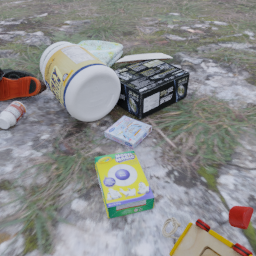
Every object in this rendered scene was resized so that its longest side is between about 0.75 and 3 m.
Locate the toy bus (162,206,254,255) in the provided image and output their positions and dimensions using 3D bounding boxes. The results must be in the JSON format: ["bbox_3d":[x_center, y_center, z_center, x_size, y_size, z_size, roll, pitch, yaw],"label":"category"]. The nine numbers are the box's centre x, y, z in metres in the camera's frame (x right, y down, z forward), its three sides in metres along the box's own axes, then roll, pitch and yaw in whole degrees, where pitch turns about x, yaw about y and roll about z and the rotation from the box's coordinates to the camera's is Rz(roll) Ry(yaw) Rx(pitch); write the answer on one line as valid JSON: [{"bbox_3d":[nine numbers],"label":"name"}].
[{"bbox_3d":[1.665,2.586,5.116,1.140,2.081,2.206,41,35,-18],"label":"toy bus"}]

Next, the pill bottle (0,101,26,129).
[{"bbox_3d":[-4.034,-0.435,9.681,0.584,0.584,1.042,8,37,11],"label":"pill bottle"}]

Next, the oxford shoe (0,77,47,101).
[{"bbox_3d":[-4.519,-1.534,11.153,2.630,0.936,0.954,3,4,13],"label":"oxford shoe"}]

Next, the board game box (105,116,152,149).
[{"bbox_3d":[0.017,0.112,9.228,1.137,0.234,1.140,22,42,27],"label":"board game box"}]

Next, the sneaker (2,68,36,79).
[{"bbox_3d":[-4.956,-2.184,11.888,2.232,0.848,1.013,4,31,2],"label":"sneaker"}]

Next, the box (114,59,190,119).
[{"bbox_3d":[0.744,-1.649,10.871,2.546,1.097,2.085,-27,44,-31],"label":"box"}]

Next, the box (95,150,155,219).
[{"bbox_3d":[-0.176,1.314,7.413,1.198,0.494,2.041,-9,36,-13],"label":"box"}]

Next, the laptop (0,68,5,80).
[{"bbox_3d":[-5.703,-1.656,10.032,2.284,1.323,2.138,28,72,33],"label":"laptop"}]

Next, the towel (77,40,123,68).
[{"bbox_3d":[-1.732,-3.673,13.985,2.360,0.664,2.757,11,38,16],"label":"towel"}]

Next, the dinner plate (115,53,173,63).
[{"bbox_3d":[0.703,-3.158,12.684,2.618,0.317,2.618,-6,11,1],"label":"dinner plate"}]

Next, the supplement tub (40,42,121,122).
[{"bbox_3d":[-1.808,-1.764,10.069,2.060,2.060,2.853,-22,46,-27],"label":"supplement tub"}]
